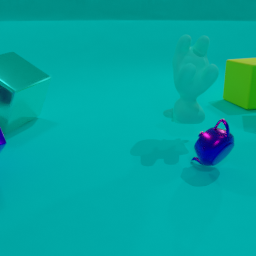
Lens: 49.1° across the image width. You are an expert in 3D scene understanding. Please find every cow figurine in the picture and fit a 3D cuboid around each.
[{"bbox_3d":[1.352,-0.969,6.311,0.954,1.710,1.738,0,64,-8],"label":"cow figurine"}]

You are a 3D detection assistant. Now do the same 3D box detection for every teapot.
[{"bbox_3d":[1.595,0.345,5.402,0.789,1.268,0.621,-18,52,-36],"label":"teapot"}]

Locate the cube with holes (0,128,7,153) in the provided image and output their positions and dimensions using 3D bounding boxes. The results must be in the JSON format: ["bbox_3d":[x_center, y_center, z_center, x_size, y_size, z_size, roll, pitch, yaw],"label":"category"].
[{"bbox_3d":[-3.200,0.063,4.910,1.374,1.374,1.374,-20,-9,-39],"label":"cube with holes"}]

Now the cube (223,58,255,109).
[{"bbox_3d":[4.159,-1.515,9.239,1.386,1.386,1.386,-7,21,-13],"label":"cube"}]

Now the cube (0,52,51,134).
[{"bbox_3d":[-3.137,-0.970,7.409,1.379,1.379,1.379,34,34,7],"label":"cube"}]
